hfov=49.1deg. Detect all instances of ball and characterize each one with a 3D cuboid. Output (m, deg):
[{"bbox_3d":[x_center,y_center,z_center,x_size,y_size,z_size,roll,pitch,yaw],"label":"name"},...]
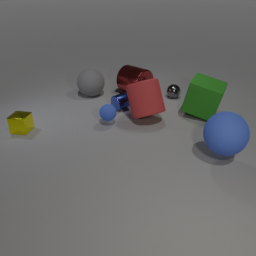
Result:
[{"bbox_3d":[3.101,0.177,8.865,1.400,1.400,1.400,0,28,0],"label":"ball"},{"bbox_3d":[-1.882,-2.318,14.187,1.400,1.400,1.400,0,28,0],"label":"ball"},{"bbox_3d":[-0.818,-0.630,11.428,0.700,0.700,0.700,0,28,0],"label":"ball"},{"bbox_3d":[2.290,-1.848,14.082,0.700,0.700,0.700,0,28,0],"label":"ball"}]

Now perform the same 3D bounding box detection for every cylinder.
[{"bbox_3d":[0.363,-2.438,14.423,1.400,1.400,1.400,25,37,37],"label":"cylinder"},{"bbox_3d":[-0.323,-1.220,12.831,0.700,0.700,0.700,-22,35,-32],"label":"cylinder"},{"bbox_3d":[0.735,-1.216,11.662,1.400,1.400,1.400,-14,4,1],"label":"cylinder"}]

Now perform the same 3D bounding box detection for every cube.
[{"bbox_3d":[-4.218,-0.205,11.035,0.700,0.700,0.700,5,29,9],"label":"cube"},{"bbox_3d":[3.279,-1.347,12.058,1.400,1.400,1.400,23,35,14],"label":"cube"}]
